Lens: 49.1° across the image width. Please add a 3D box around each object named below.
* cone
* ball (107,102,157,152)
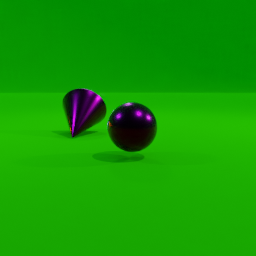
[{"bbox_3d":[-1.083,-0.140,6.168,1.059,1.059,1.063,1,40,8],"label":"cone"},{"bbox_3d":[0.064,-0.012,4.092,0.730,0.730,0.730,0,8,0],"label":"ball"}]
